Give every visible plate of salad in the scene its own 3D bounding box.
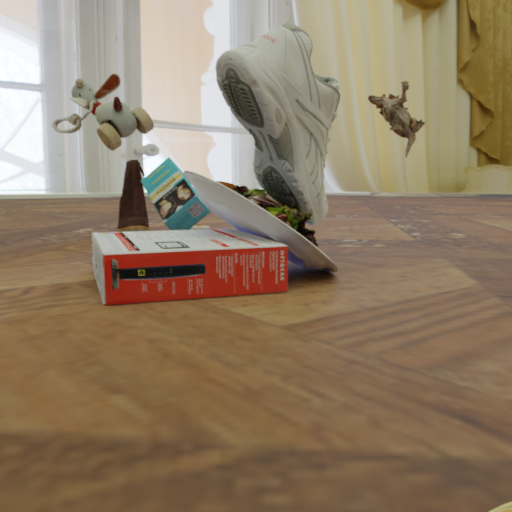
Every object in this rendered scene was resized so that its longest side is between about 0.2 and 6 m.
[{"bbox_3d":[0.106,-0.504,7.126,2.307,0.554,2.307,33,-4,3],"label":"plate of salad"}]

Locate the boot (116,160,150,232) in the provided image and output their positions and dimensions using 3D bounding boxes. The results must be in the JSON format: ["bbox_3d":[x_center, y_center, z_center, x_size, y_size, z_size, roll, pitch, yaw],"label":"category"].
[{"bbox_3d":[-2.770,-1.317,12.450,0.709,1.629,1.959,-2,8,-15],"label":"boot"}]

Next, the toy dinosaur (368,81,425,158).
[{"bbox_3d":[2.479,-2.347,9.644,0.600,1.398,0.948,-24,-9,9],"label":"toy dinosaur"}]

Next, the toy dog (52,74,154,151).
[{"bbox_3d":[-2.348,-2.306,8.509,1.644,0.792,1.084,21,57,17],"label":"toy dog"}]

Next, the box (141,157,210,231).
[{"bbox_3d":[-1.393,-1.014,9.426,0.694,0.414,1.686,-40,39,2],"label":"box"}]

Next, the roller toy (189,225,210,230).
[{"bbox_3d":[-1.106,-0.439,10.883,0.438,0.336,0.480,-6,10,-36],"label":"roller toy"}]

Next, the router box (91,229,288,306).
[{"bbox_3d":[-0.908,0.046,6.693,1.953,0.532,2.176,-3,8,-18],"label":"router box"}]

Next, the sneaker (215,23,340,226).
[{"bbox_3d":[0.615,-1.567,7.055,1.394,2.806,1.093,-41,49,-16],"label":"sneaker"}]

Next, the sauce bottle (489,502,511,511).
[{"bbox_3d":[-0.178,0.843,0.439,2.272,0.750,0.750,-6,10,-32],"label":"sauce bottle"}]
